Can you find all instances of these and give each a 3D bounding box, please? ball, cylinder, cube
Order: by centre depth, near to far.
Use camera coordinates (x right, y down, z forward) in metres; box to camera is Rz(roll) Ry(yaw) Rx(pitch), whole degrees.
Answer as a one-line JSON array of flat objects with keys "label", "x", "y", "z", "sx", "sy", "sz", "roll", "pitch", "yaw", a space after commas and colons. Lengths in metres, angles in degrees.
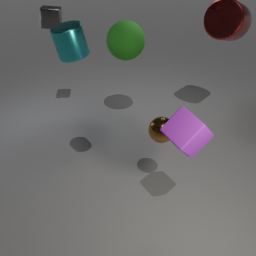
[{"label": "cube", "x": 1.254, "y": 0.097, "z": 5.959, "sx": 0.700, "sy": 0.700, "sz": 0.700, "roll": -48, "pitch": 54, "yaw": 7}, {"label": "cylinder", "x": -1.275, "y": -1.910, "z": 6.195, "sx": 0.700, "sy": 0.700, "sz": 0.700, "roll": -8, "pitch": 38, "yaw": 7}, {"label": "ball", "x": 0.889, "y": 0.049, "z": 7.410, "sx": 0.700, "sy": 0.700, "sz": 0.700, "roll": 0, "pitch": 33, "yaw": 0}, {"label": "ball", "x": -0.082, "y": -3.168, "z": 10.171, "sx": 1.400, "sy": 1.400, "sz": 1.400, "roll": 0, "pitch": 33, "yaw": 0}, {"label": "cube", "x": -2.810, "y": -4.055, "z": 10.271, "sx": 0.700, "sy": 0.700, "sz": 0.700, "roll": 1, "pitch": 31, "yaw": -8}, {"label": "cylinder", "x": 3.689, "y": -3.963, "z": 10.344, "sx": 1.400, "sy": 1.400, "sz": 1.400, "roll": 20, "pitch": 24, "yaw": 29}]
